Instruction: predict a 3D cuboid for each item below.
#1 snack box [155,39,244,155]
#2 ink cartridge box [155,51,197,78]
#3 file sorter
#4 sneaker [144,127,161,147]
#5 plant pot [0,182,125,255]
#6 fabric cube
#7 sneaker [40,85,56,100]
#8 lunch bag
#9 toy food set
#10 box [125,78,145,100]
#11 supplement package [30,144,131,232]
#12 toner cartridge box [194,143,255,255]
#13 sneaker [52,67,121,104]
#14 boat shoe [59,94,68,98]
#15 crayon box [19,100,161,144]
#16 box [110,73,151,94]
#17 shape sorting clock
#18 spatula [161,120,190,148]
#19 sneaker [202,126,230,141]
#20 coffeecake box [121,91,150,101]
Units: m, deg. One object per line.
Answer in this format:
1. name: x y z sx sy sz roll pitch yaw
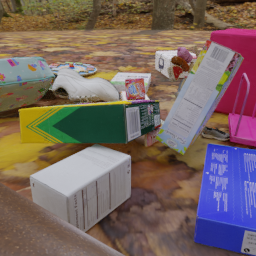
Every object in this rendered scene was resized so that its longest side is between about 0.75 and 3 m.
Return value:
1. snack box: 1.859 -0.788 7.047 0.856 2.529 2.133 30 20 16
2. ink cartridge box: 2.824 -3.670 15.929 1.913 1.115 2.643 -5 24 -10
3. file sorter: 4.291 -0.446 7.636 2.609 1.636 1.813 12 26 13
4. sneaker: 0.792 0.225 7.931 0.542 0.390 1.037 1 19 16
5. plant pot: -1.626 1.583 2.113 2.973 3.004 3.004 18 28 18
6. fabric cube: 4.612 -2.022 10.141 2.834 2.789 2.843 17 28 30
7. sneaker: -3.849 -1.574 11.822 1.864 0.625 0.837 7 23 4
8. lunch bag: -4.185 -1.434 9.758 2.808 1.082 2.252 -20 -11 -45
9. toy food set: 1.656 -1.723 8.355 0.332 1.341 2.110 -11 19 42
10. box: 0.211 -1.044 7.714 0.517 0.540 1.083 -3 4 4
11. supplement package: -0.797 1.099 5.184 0.962 0.965 1.646 17 27 35
12. toner cartridge box: 2.076 1.202 5.460 1.275 0.580 2.685 9 25 17
13. sneaker: -1.664 -1.404 11.099 2.822 1.052 1.229 16 62 11
14. boat shoe: -1.893 -1.638 11.864 2.094 0.657 0.761 -1 24 -3
15. crayon box: -0.740 -0.213 7.093 2.536 0.857 2.939 -2 6 20
16. box: 0.144 -2.182 13.427 1.766 0.445 2.447 4 23 9
17. shape sorting clock: -3.211 -3.419 16.069 2.848 0.559 2.848 0 24 0
18. spatula: 1.391 0.140 8.098 0.846 0.098 1.216 28 18 -16
19. sneaker: 2.615 0.155 8.174 0.858 0.340 0.317 9 24 17
20. coffeecake box: 0.251 -1.063 10.814 0.932 0.444 1.215 -3 24 -8
